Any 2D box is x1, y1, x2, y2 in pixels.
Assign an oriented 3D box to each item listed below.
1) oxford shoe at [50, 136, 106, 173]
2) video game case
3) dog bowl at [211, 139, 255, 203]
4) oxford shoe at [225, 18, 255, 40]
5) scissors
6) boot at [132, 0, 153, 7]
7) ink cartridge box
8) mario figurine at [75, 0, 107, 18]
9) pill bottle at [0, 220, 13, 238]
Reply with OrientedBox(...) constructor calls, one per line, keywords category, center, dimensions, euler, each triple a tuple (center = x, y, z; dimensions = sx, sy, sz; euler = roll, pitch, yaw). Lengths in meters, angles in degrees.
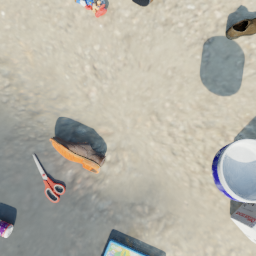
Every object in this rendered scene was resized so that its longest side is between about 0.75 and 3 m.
OrientedBox(category="oxford shoe", center=(-1.746, 0.784, 9.766), dimensions=(2.042, 0.728, 0.744), euler=(31, 64, 0))
OrientedBox(category="video game case", center=(-0.216, 5.464, 9.244), dimensions=(2.048, 0.255, 2.862), euler=(23, 83, 3))
OrientedBox(category="dog bowl", center=(3.082, 1.129, 7.392), dimensions=(1.624, 0.640, 1.624), euler=(1, 77, -6))
OrientedBox(category="oxford shoe", center=(4.469, -3.754, 10.328), dimensions=(1.588, 0.670, 0.577), euler=(-23, 81, -5))
OrientedBox(category="scissors", center=(-2.947, 1.789, 9.817), dimensions=(0.673, 0.128, 1.841), euler=(-44, 86, -4))
OrientedBox(category="boot", center=(0.134, -5.725, 10.626), dimensions=(2.670, 0.998, 1.294), euler=(41, 64, 8))
OrientedBox(category="ink cartridge box", center=(4.749, 2.460, 8.826), dimensions=(2.604, 1.886, 1.094), euler=(-44, 84, -5))
OrientedBox(category="mario figurine", center=(-1.322, -4.703, 10.455), dimensions=(1.279, 0.678, 0.790), euler=(33, 84, 6))
OrientedBox(category="pill bottle", center=(-4.324, 3.349, 9.443), dimensions=(0.783, 0.440, 0.440), euler=(21, 83, 3))
